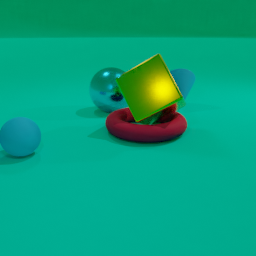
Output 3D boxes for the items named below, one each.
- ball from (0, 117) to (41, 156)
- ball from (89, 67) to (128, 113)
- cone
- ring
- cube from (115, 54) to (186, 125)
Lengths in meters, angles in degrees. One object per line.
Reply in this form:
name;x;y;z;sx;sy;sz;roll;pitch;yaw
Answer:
ball;-2.153;0.173;5.617;0.793;0.793;0.793;0;20;0
ball;-0.502;-1.162;8.587;1.374;1.374;1.374;0;20;0
cone;1.648;-1.113;8.875;1.076;1.076;1.080;0;58;1
ring;0.448;-0.136;7.036;2.039;0.408;2.039;0;19;0
cube;0.588;-0.857;6.752;1.169;1.169;1.169;-28;-10;12
